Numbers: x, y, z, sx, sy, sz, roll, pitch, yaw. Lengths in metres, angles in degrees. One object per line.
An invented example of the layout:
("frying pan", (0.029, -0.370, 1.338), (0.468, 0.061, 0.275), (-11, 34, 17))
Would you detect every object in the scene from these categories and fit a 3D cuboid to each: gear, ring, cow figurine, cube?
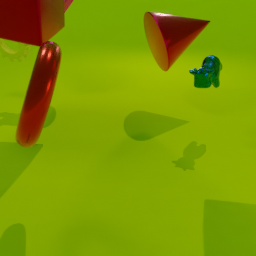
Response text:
("gear", (-3.349, -2.444, 7.996), (1.138, 1.138, 0.210), (7, 42, 12))
("ring", (-1.224, -0.455, 3.828), (0.296, 1.478, 1.478), (16, 23, -20))
("cow figurine", (1.792, -1.288, 6.323), (0.557, 0.998, 1.015), (6, 70, 32))
("cube", (-2.193, -2.677, 5.883), (1.319, 1.319, 1.319), (13, 39, 4))

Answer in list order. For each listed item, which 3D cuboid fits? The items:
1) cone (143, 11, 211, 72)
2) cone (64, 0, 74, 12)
("cone", (1.525, -2.657, 7.748), (1.678, 1.672, 1.672), (-23, 31, -4))
("cone", (-2.506, -3.841, 7.910), (1.559, 1.553, 1.553), (39, 22, -17))
